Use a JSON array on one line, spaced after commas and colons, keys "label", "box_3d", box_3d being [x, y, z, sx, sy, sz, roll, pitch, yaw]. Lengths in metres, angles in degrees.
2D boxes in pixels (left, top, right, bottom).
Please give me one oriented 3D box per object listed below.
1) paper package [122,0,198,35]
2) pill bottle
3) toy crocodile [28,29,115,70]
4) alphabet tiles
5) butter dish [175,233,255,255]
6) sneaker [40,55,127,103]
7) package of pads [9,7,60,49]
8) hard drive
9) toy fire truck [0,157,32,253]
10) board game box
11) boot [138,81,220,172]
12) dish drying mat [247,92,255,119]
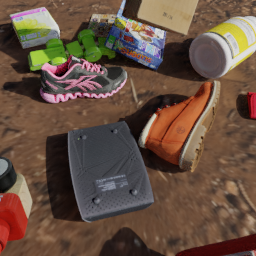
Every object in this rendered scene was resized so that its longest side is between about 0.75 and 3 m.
[{"label": "paper package", "box_3d": [0.943, -3.590, 7.572, 1.794, 1.710, 0.928, 4, 24, -33]}, {"label": "pill bottle", "box_3d": [3.388, -2.808, 9.353, 2.643, 1.471, 1.471, -33, 55, -30]}, {"label": "toy crocodile", "box_3d": [-1.859, -2.501, 9.481, 2.969, 0.917, 1.002, -18, 71, -11]}, {"label": "alphabet tiles", "box_3d": [-0.496, -4.319, 11.767, 2.292, 0.086, 1.916, 2, 46, 3]}, {"label": "butter dish", "box_3d": [1.647, 2.794, 4.067, 1.906, 1.413, 1.911, -30, 25, 32]}, {"label": "sneaker", "box_3d": [-1.312, -1.578, 8.298, 2.686, 1.281, 1.061, -12, 45, -14]}, {"label": "package of pads", "box_3d": [-3.637, -3.961, 11.010, 1.533, 0.677, 1.985, -20, 50, -17]}, {"label": "hard drive", "box_3d": [-0.479, 0.911, 6.401, 1.623, 0.509, 2.406, -11, 47, -10]}, {"label": "toy fire truck", "box_3d": [-3.112, 2.201, 4.523, 2.620, 1.915, 2.977, -3, 36, -4]}, {"label": "board game box", "box_3d": [0.401, -3.479, 10.153, 1.963, 0.500, 2.900, 23, 46, -10]}, {"label": "boot", "box_3d": [1.438, -0.365, 7.290, 1.602, 1.121, 2.988, 18, 49, 24]}, {"label": "dish drying mat", "box_3d": [4.981, -0.497, 7.929, 2.981, 0.271, 1.145, 9, 48, 8]}]
